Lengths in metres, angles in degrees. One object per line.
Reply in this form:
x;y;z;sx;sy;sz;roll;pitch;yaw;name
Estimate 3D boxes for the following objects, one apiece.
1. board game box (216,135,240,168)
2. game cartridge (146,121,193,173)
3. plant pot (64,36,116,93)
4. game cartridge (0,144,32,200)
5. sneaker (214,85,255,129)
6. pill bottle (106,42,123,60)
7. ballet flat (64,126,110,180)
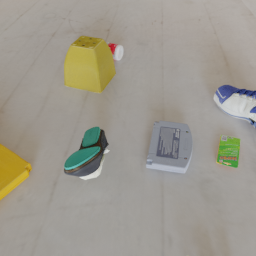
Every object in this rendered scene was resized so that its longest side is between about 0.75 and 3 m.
2.996;0.708;8.345;0.594;0.186;1.244;13;41;15;board game box
1.292;0.531;8.416;1.267;0.389;1.903;5;42;11;game cartridge
-1.507;-2.591;10.902;1.628;1.665;1.617;14;44;14;plant pot
-4.210;1.241;7.632;2.469;0.400;2.176;27;48;24;game cartridge
4.283;-0.885;8.965;1.195;1.708;2.957;-21;46;-23;sneaker
-0.864;-3.502;12.653;1.202;0.675;0.675;17;45;18;pill bottle
-0.949;0.775;7.363;0.945;0.945;2.588;3;21;3;ballet flat
